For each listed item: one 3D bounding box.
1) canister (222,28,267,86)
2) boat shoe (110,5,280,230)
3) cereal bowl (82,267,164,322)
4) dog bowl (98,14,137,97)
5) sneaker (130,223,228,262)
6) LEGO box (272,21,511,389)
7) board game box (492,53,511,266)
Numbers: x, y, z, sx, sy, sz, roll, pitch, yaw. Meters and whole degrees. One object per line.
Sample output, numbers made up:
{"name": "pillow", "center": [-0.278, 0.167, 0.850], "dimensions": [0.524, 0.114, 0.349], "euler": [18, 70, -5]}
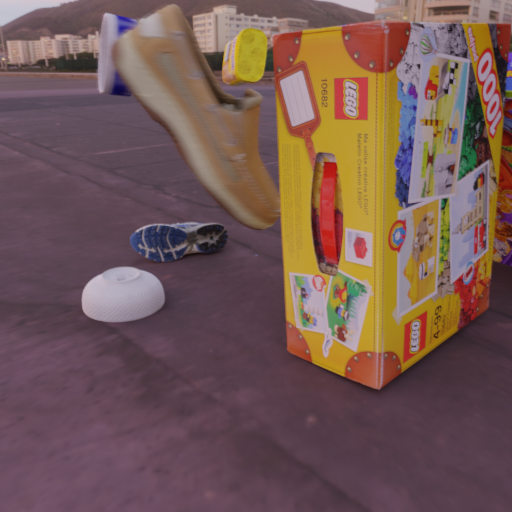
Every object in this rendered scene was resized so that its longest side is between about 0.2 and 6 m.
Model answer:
{"name": "canister", "center": [-0.319, -4.714, 13.465], "dimensions": [0.685, 1.176, 1.583], "euler": [4, 10, -17]}
{"name": "boat shoe", "center": [-0.421, -1.708, 7.382], "dimensions": [1.232, 3.234, 1.159], "euler": [-30, 33, 17]}
{"name": "cereal bowl", "center": [-2.134, 0.535, 8.973], "dimensions": [1.300, 0.541, 1.300], "euler": [0, 21, 0]}
{"name": "dog bowl", "center": [-2.782, -3.999, 11.239], "dimensions": [0.600, 1.524, 1.524], "euler": [2, 19, -21]}
{"name": "sneaker", "center": [-1.578, -0.314, 11.109], "dimensions": [1.913, 0.737, 0.815], "euler": [-2, 10, -26]}
{"name": "LEGO box", "center": [1.870, -0.868, 7.494], "dimensions": [3.057, 4.105, 1.584], "euler": [-21, 26, -41]}
{"name": "board game box", "center": [4.440, -1.318, 9.135], "dimensions": [2.711, 4.031, 0.903], "euler": [22, 64, 44]}
